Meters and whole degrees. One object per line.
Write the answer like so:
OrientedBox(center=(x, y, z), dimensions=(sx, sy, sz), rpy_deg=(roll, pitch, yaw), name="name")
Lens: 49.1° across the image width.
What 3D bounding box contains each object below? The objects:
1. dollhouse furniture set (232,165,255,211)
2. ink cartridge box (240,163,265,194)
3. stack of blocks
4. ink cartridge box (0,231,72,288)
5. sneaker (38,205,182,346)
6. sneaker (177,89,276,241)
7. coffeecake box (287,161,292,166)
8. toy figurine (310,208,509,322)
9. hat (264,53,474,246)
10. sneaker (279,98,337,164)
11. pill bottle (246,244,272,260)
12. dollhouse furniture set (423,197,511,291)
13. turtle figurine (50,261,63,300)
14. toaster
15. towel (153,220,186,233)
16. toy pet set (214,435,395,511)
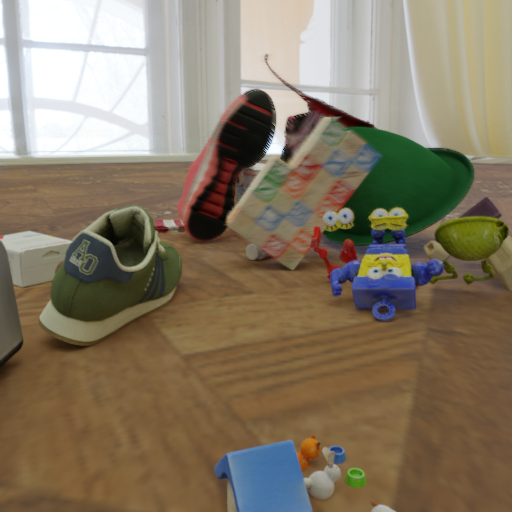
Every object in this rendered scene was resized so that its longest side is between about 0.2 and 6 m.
OrientedBox(center=(-0.461, -1.649, 13.655), dimensions=(1.222, 1.229, 1.744), rpy_deg=(-2, 12, 17), name="dollhouse furniture set")
OrientedBox(center=(0.147, -1.565, 13.425), dimensions=(0.514, 1.220, 0.891), rpy_deg=(-26, 26, -32), name="ink cartridge box")
OrientedBox(center=(0.665, -1.015, 8.375), dimensions=(1.224, 2.126, 0.623), rpy_deg=(35, 12, -11), name="stack of blocks")
OrientedBox(center=(-3.341, 0.028, 8.165), dimensions=(1.264, 0.527, 0.918), rpy_deg=(10, 16, 37), name="ink cartridge box")
OrientedBox(center=(-1.375, -0.009, 6.402), dimensions=(0.893, 1.196, 2.663), rpy_deg=(25, 19, 7), name="sneaker")
OrientedBox(center=(-0.743, -1.817, 10.516), dimensions=(1.095, 2.972, 1.289), rpy_deg=(22, 10, -36), name="sneaker")
OrientedBox(center=(0.774, -1.241, 10.999), dimensions=(1.058, 1.378, 0.503), rpy_deg=(-32, 63, -7), name="coffeecake box")
OrientedBox(center=(1.766, 0.340, 6.746), dimensions=(2.388, 1.260, 1.431), rpy_deg=(1, 41, 17), name="toy figurine")
OrientedBox(center=(1.665, -2.107, 9.682), dimensions=(3.340, 2.940, 2.767), rpy_deg=(-8, 37, 36), name="hat")
OrientedBox(center=(0.897, -2.555, 11.895), dimensions=(0.854, 1.979, 0.795), rpy_deg=(37, 29, -12), name="sneaker")
OrientedBox(center=(0.111, -0.108, 9.260), dimensions=(0.312, 0.312, 0.551), rpy_deg=(12, 18, 41), name="pill bottle")
OrientedBox(center=(3.467, 0.240, 8.218), dimensions=(1.136, 1.268, 1.600), rpy_deg=(37, 25, -25), name="dollhouse furniture set")
OrientedBox(center=(-2.166, 0.292, 7.228), dimensions=(1.356, 0.437, 1.093), rpy_deg=(-12, 18, -43), name="turtle figurine")
OrientedBox(center=(-3.097, 0.588, 4.119), dimensions=(1.910, 1.253, 2.112), rpy_deg=(-1, 13, 2), name="toaster")
OrientedBox(center=(-1.746, -0.675, 12.062), dimensions=(1.543, 0.175, 1.111), rpy_deg=(-3, 12, -12), name="towel")
OrientedBox(center=(0.281, 1.192, 3.057), dimensions=(0.963, 0.548, 1.032), rpy_deg=(-4, 13, -19), name="toy pet set")
